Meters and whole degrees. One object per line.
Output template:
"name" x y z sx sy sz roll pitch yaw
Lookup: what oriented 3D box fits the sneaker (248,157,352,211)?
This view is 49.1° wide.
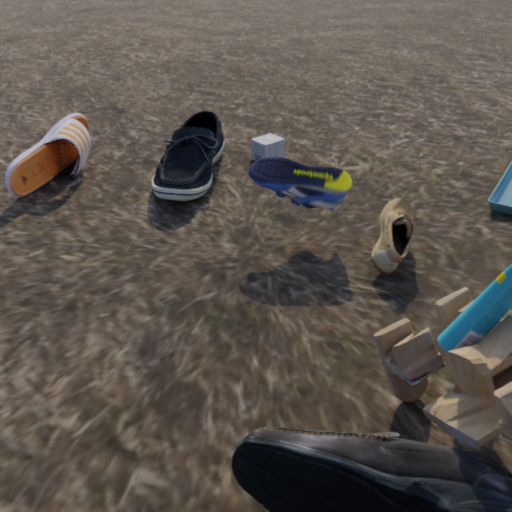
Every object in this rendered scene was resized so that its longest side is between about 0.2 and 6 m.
"sneaker" 0.664 -1.107 9.004 1.658 0.682 0.613 15 55 8

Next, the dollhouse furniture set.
"dollhouse furniture set" 2.927 1.248 5.413 2.532 1.648 2.326 -25 13 -15

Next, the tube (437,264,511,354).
"tube" 2.278 0.461 5.370 0.498 1.286 0.324 7 37 -44

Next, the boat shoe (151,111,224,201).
"boat shoe" -1.301 -2.009 11.007 1.151 0.960 3.085 7 35 8

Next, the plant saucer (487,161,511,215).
"plant saucer" 5.119 -1.338 10.636 0.886 0.240 2.534 19 36 27

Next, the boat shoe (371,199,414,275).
"boat shoe" 2.204 -0.384 8.578 0.557 0.504 1.563 32 49 -10

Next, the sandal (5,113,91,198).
"sandal" -3.790 -1.868 10.903 0.721 0.964 2.516 12 43 15

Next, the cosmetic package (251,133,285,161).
"cosmetic package" 0.244 -2.246 11.804 0.565 0.470 0.473 -25 40 -35

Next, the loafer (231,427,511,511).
"loafer" 1.076 1.996 4.961 2.577 0.938 0.931 16 27 6
